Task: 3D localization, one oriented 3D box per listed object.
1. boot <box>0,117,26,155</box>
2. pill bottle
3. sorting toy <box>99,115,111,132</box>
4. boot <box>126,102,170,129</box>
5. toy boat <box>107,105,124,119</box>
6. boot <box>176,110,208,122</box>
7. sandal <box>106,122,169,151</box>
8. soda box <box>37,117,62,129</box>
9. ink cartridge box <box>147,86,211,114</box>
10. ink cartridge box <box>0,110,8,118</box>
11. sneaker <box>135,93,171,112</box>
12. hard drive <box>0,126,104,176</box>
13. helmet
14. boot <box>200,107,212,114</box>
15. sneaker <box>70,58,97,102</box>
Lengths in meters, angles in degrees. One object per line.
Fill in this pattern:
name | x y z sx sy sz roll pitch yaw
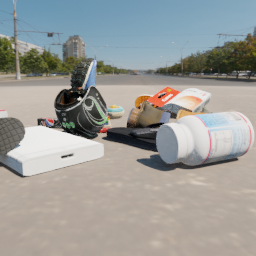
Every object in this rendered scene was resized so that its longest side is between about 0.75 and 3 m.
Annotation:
boot | -3.325 0.283 5.655 1.408 0.746 2.138 10 29 43
pill bottle | 1.653 0.232 6.077 1.970 1.071 1.071 -5 12 -26
sorting toy | -1.227 -0.236 10.160 1.188 0.417 2.464 -4 11 -6
boot | 0.881 -0.258 9.655 1.260 0.971 2.600 18 17 12
toy boat | -0.904 -0.806 12.506 1.479 0.687 1.243 0 11 1
boot | 2.489 -0.181 9.273 1.537 0.732 1.986 11 17 27
sandal | 0.543 0.153 7.669 2.855 0.611 1.086 7 13 34
soda box | -2.745 -0.187 10.205 1.067 0.338 0.377 2 11 14
ink cartridge box | 2.357 -1.416 12.899 2.334 0.585 1.893 29 44 27
ink cartridge box | -4.238 -0.062 7.993 1.267 0.916 0.921 5 12 24
sneaker | 1.846 -1.363 14.617 2.863 1.084 1.317 3 7 9
hard drive | -2.258 0.426 6.869 1.931 0.391 2.927 -11 15 -43
helmet | -1.351 -0.447 8.450 1.578 1.505 1.578 -15 44 15
boot | 3.673 -0.612 12.508 0.788 0.408 1.206 9 21 20
sneaker | -1.569 -1.437 10.694 1.093 2.452 0.963 -1 21 -45
